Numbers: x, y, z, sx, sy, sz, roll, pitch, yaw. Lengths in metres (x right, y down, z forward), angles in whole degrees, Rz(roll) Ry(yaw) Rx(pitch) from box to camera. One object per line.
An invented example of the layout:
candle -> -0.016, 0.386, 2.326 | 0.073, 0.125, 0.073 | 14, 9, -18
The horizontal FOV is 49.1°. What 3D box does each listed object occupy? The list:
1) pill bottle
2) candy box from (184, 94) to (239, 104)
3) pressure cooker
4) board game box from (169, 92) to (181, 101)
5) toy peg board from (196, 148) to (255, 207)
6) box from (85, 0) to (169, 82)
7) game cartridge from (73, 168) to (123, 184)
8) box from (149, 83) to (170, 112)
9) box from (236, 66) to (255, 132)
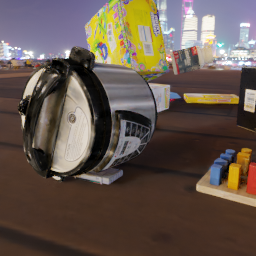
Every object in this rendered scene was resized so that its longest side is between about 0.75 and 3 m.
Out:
pill bottle -> 2.805, -3.055, 12.370 | 1.721, 1.029, 1.029 | -13, 13, 10
candy box -> 4.658, -1.644, 15.625 | 2.884, 0.381, 1.474 | 1, 13, 4
pressure cooker -> -0.962, -0.210, 5.964 | 2.422, 2.385, 2.711 | -22, -7, 36
board game box -> 2.249, -1.774, 16.265 | 1.429, 0.352, 1.808 | 3, 20, -7
toy peg board -> 2.483, 0.813, 5.724 | 1.635, 0.803, 1.642 | 10, 18, 32
box -> -0.143, -2.967, 10.264 | 1.640, 2.688, 2.589 | -7, -4, -35
game cartridge -> -0.709, 1.006, 6.186 | 1.016, 0.195, 0.659 | 7, 16, 26
box -> 0.895, -1.383, 13.117 | 1.299, 1.171, 2.310 | 11, 19, 33
box -> 5.302, -1.083, 9.993 | 2.204, 2.222, 1.369 | -5, 15, -15
